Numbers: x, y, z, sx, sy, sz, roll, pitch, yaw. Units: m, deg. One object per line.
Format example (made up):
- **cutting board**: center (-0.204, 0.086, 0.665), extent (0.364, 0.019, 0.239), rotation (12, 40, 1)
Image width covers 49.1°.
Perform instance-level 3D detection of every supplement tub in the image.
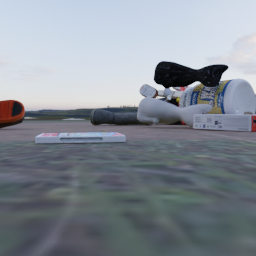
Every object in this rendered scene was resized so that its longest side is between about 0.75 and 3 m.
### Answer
- **supplement tub**: center (3.578, -0.965, 11.416), extent (1.864, 1.864, 2.577), rotation (-1, 2, -37)

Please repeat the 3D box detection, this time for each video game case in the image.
- **video game case**: center (-0.757, 0.152, 4.514), extent (1.298, 0.113, 0.928), rotation (0, 2, -11)

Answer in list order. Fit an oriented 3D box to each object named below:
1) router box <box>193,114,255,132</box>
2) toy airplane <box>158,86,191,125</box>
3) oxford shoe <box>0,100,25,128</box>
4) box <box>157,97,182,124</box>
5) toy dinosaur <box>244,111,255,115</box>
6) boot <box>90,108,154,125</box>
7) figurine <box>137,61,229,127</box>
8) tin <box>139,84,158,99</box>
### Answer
- **router box**: center (3.314, -0.183, 8.697), extent (1.720, 0.468, 1.916), rotation (-2, 3, -40)
- **toy airplane**: center (3.194, -1.705, 15.159), extent (2.611, 2.600, 1.843), rotation (-36, -17, -20)
- **oxford shoe**: center (-4.819, -0.267, 9.169), extent (2.751, 0.979, 0.998), rotation (-3, -25, -19)
- **box**: center (3.086, -1.012, 17.190), extent (2.945, 1.577, 2.186), rotation (-1, 2, -25)
- **toy dinosaur**: center (5.360, -0.250, 9.194), extent (2.796, 0.664, 1.232), rotation (5, 19, 37)
- **boot**: center (-0.245, -0.473, 13.998), extent (2.622, 0.951, 2.384), rotation (9, 8, 28)
- **figurine**: center (2.047, -1.236, 10.542), extent (2.804, 2.873, 1.237), rotation (9, -23, 42)
- **tin**: center (0.844, -1.487, 11.493), extent (0.926, 0.519, 0.194), rotation (35, -2, 41)
